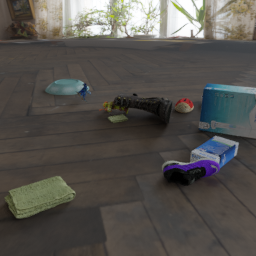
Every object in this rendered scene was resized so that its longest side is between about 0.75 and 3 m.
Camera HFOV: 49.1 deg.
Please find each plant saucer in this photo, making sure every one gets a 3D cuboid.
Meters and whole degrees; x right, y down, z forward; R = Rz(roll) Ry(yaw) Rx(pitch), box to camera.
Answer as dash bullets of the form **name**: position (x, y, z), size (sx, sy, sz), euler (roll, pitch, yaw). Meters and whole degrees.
- **plant saucer**: position (-3.663, -2.566, 16.894), size (2.625, 0.505, 2.625), euler (1, 23, 0)

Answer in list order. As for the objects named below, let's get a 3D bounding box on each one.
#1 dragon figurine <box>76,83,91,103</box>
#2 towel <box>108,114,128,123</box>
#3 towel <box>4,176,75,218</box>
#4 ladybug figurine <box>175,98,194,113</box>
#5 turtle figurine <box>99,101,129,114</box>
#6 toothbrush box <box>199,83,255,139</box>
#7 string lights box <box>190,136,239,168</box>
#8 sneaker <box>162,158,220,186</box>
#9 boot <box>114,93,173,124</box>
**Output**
- **dragon figurine**: position (-2.254, -1.879, 14.757), size (0.746, 0.442, 1.501), euler (-38, 38, -4)
- **towel**: position (-0.446, -0.415, 12.244), size (0.784, 0.143, 0.581), euler (-10, 26, -22)
- **towel**: position (-2.211, 1.713, 7.049), size (1.520, 0.277, 1.128), euler (-16, 27, -32)
- **ladybug figurine**: position (2.715, -1.115, 13.478), size (0.875, 0.464, 1.289), euler (7, 24, 16)
- **turtle figurine**: position (-0.619, -1.029, 13.161), size (1.307, 0.522, 1.621), euler (8, 11, 1)
- **toothbrush box**: position (4.083, -0.687, 10.834), size (2.377, 1.740, 1.014), euler (9, 24, 22)
- **string lights box**: position (2.764, 0.799, 8.930), size (0.837, 0.480, 1.629), euler (20, 30, 39)
- **sneaker**: position (1.770, 1.288, 7.752), size (1.606, 0.559, 0.799), euler (-5, 23, 5)
- **boot**: position (0.600, -0.957, 12.226), size (2.437, 0.969, 2.799), euler (8, 13, -1)
